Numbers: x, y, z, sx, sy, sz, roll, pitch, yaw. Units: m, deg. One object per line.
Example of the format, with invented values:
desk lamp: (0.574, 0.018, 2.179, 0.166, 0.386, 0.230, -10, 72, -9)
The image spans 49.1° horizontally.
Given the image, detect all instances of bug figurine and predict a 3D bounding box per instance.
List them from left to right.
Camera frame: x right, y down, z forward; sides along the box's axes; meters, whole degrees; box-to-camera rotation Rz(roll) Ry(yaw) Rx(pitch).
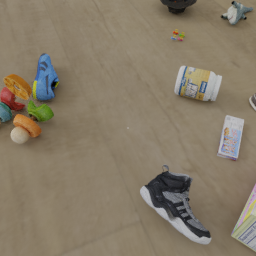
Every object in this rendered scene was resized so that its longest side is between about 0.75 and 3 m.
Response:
bug figurine: (2.250, -4.169, 12.708, 0.617, 0.205, 0.796, 17, 49, 6)

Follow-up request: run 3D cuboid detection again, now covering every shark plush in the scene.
shark plush: (5.460, -5.578, 13.807, 2.114, 0.960, 0.881, -25, 73, -44)

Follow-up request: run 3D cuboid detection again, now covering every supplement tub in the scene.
supplement tub: (2.500, -1.578, 10.047, 1.467, 1.062, 1.062, 15, 52, 12)

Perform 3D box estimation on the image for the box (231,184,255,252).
box: (4.471, 2.188, 6.652, 2.905, 1.404, 2.555, 31, 54, 19)

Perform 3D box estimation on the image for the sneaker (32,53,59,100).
sneaker: (-3.000, -1.937, 10.583, 0.894, 0.752, 2.281, 0, 52, -6)

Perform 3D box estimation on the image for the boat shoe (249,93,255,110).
boat shoe: (5.164, -0.558, 9.459, 0.817, 0.677, 2.275, -27, 56, -20)

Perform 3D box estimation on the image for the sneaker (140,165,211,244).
sneaker: (1.414, 1.853, 7.000, 2.098, 0.792, 1.194, 38, 91, 10)

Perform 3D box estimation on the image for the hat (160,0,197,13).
hat: (2.446, -6.285, 14.045, 2.043, 0.824, 2.043, -1, 55, 2)

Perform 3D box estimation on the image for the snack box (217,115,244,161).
snack box: (3.343, 0.286, 9.081, 0.597, 0.202, 1.661, 17, 53, 13)

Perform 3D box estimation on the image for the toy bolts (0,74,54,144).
toy bolts: (-3.805, -0.567, 8.889, 2.071, 1.978, 1.437, 12, 56, 33)
